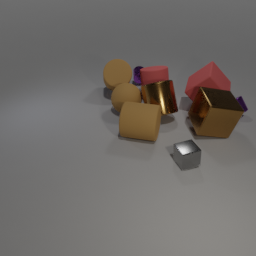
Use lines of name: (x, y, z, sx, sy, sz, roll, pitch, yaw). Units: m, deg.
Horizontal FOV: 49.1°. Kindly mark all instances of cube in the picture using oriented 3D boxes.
cube: (2.018, 0.922, 9.589, 0.700, 0.700, 0.700, -13, 34, -12)
cube: (3.405, -0.611, 11.072, 1.400, 1.400, 1.400, 6, 39, -13)
cube: (3.616, -1.838, 12.639, 1.400, 1.400, 1.400, -33, 22, 39)

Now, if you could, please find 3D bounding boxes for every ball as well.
ball: (-0.067, -1.327, 12.683, 1.400, 1.400, 1.400, 0, 31, 0)

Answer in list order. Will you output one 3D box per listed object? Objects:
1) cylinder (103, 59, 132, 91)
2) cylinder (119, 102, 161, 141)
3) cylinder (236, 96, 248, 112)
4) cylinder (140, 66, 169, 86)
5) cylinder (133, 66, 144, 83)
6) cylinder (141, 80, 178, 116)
cylinder: (-0.543, -2.619, 14.093, 1.400, 1.400, 1.400, -3, 0, -4)
cylinder: (0.495, -0.268, 10.944, 1.400, 1.400, 1.400, 8, 32, 13)
cylinder: (4.901, -0.982, 12.557, 0.700, 0.700, 0.700, -27, 1, 0)
cylinder: (1.353, -2.313, 14.053, 1.400, 1.400, 1.400, -6, 19, 2)
cylinder: (0.644, -2.987, 15.718, 0.700, 0.700, 0.700, -1, 51, -1)
cylinder: (1.367, -1.256, 12.154, 1.400, 1.400, 1.400, -11, 4, 1)
